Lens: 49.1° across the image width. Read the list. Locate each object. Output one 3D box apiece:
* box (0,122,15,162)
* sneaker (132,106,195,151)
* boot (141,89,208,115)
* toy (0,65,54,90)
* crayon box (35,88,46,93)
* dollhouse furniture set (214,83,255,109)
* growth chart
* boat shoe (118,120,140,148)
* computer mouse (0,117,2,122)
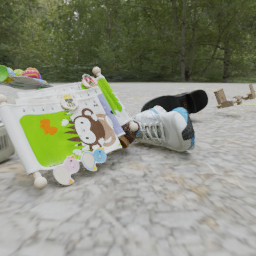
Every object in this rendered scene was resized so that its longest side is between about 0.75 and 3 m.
[{"bbox_3d":[-3.243,0.252,5.340,1.985,0.679,0.816,2,15,15],"label":"box"},{"bbox_3d":[0.596,0.070,6.285,1.096,0.948,2.529,-12,8,-14],"label":"sneaker"},{"bbox_3d":[1.206,-0.669,9.976,2.781,0.963,2.421,-15,6,-26],"label":"boot"},{"bbox_3d":[-2.751,-1.347,7.462,1.228,0.503,2.132,1,3,10],"label":"toy"},{"bbox_3d":[-1.883,-0.621,8.069,1.642,0.805,2.765,2,3,-23],"label":"crayon box"},{"bbox_3d":[3.968,-1.232,10.674,0.766,0.654,1.477,-27,9,-31],"label":"dollhouse furniture set"},{"bbox_3d":[-0.891,-0.132,4.836,2.541,1.839,0.225,-28,-14,-46],"label":"growth chart"},{"bbox_3d":[-0.436,0.027,6.351,1.716,0.604,0.603,12,59,44],"label":"boat shoe"},{"bbox_3d":[-3.686,-0.240,8.236,1.688,0.370,0.925,-1,14,-36],"label":"computer mouse"}]
